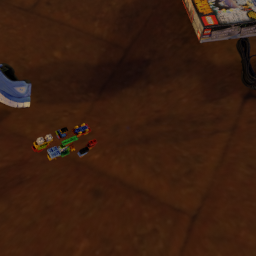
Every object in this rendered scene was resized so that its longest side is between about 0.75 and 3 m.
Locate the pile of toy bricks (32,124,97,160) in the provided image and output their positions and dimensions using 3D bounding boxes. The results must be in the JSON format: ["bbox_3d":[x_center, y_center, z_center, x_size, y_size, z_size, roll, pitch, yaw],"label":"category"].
[{"bbox_3d":[-1.451,0.457,6.504,1.421,0.701,0.788,-22,72,-42],"label":"pile of toy bricks"}]

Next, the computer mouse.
[{"bbox_3d":[4.283,-1.811,7.767,2.397,0.552,1.683,3,77,-2],"label":"computer mouse"}]

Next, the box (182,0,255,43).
[{"bbox_3d":[2.727,-3.787,8.363,1.932,0.563,2.822,-9,58,-3],"label":"box"}]

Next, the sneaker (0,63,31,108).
[{"bbox_3d":[-3.420,-1.284,7.317,2.129,0.836,0.949,21,99,6],"label":"sneaker"}]
